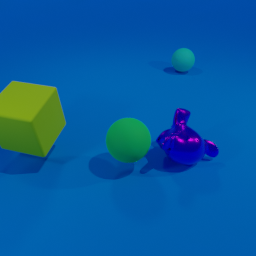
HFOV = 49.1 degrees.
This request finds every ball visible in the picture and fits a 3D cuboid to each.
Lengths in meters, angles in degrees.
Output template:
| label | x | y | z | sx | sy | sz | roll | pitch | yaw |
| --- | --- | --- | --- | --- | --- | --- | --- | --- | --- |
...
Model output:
| label | x | y | z | sx | sy | sz | roll | pitch | yaw |
| --- | --- | --- | --- | --- | --- | --- | --- | --- | --- |
| ball | 2.006 | -2.479 | 10.219 | 0.836 | 0.836 | 0.836 | 0 | 33 | 0 |
| ball | 0.007 | 0.239 | 5.459 | 0.879 | 0.879 | 0.879 | 0 | 33 | 0 |

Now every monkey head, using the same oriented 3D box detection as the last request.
| label | x | y | z | sx | sy | sz | roll | pitch | yaw |
| --- | --- | --- | --- | --- | --- | --- | --- | --- | --- |
| monkey head | 1.194 | 0.192 | 5.828 | 1.546 | 1.112 | 0.932 | 11 | 9 | -32 |

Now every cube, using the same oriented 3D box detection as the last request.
| label | x | y | z | sx | sy | sz | roll | pitch | yaw |
| --- | --- | --- | --- | --- | --- | --- | --- | --- | --- |
| cube | -1.969 | -0.188 | 5.532 | 1.006 | 1.006 | 1.006 | 10 | 46 | 13 |
